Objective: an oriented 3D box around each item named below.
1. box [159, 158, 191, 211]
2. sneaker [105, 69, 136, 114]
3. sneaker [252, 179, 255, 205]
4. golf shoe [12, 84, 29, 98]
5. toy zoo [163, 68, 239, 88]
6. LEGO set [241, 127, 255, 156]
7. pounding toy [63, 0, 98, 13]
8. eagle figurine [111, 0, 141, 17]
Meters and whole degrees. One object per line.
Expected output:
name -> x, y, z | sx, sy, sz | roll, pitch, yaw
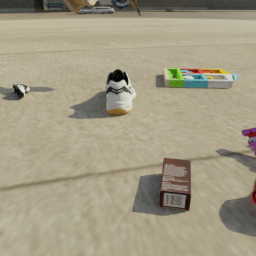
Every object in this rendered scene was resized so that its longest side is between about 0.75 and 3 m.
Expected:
box -> 0.835, 0.949, 4.916 | 0.517, 0.387, 1.033 | 5, 27, 10
sneaker -> -0.216, -1.370, 8.955 | 0.973, 1.128, 2.572 | -3, 24, -2
sneaker -> 2.641, 0.896, 4.721 | 1.001, 0.624, 1.867 | 10, 30, 14
golf shoe -> -3.646, -1.332, 9.699 | 0.506, 0.416, 1.070 | -14, 30, -28
toy zoo -> 2.952, -2.053, 11.339 | 2.953, 0.302, 1.937 | 2, 25, 3
LEGO set -> 3.586, 0.300, 5.804 | 2.059, 0.845, 0.785 | -16, -22, 32
pounding toy -> -0.871, -3.875, 7.029 | 1.193, 1.190, 2.080 | -8, 36, 30
eagle figurine -> 0.001, -4.674, 9.524 | 1.137, 1.498, 1.131 | 9, 14, 0
